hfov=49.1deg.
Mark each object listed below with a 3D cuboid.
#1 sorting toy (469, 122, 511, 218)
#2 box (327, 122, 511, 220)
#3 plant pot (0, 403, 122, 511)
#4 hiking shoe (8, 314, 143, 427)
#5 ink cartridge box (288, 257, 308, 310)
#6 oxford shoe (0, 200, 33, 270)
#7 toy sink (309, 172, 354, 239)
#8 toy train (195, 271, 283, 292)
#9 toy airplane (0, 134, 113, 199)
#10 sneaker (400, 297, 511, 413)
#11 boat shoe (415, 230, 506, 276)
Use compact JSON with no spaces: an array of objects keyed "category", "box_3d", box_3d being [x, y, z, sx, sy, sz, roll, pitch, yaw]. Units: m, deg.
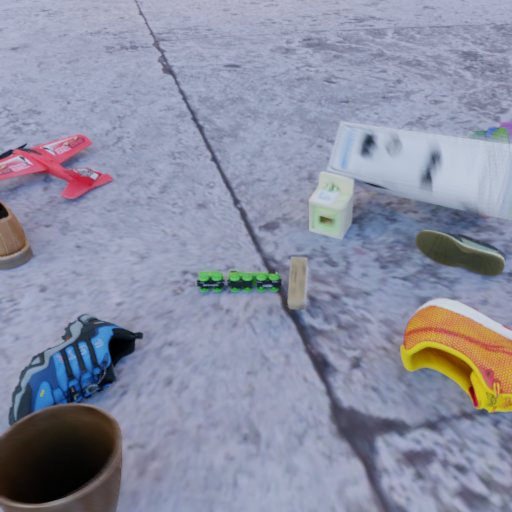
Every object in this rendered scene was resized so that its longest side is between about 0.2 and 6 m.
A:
[{"category":"sorting toy","box_3d":[5.013,-2.176,12.977,1.331,1.340,3.864,6,35,32]},{"category":"box","box_3d":[3.379,-1.629,10.806,3.454,1.039,2.015,18,5,36]},{"category":"plant pot","box_3d":[-1.977,2.535,5.895,1.310,1.402,1.310,-2,28,1]},{"category":"hiking shoe","box_3d":[-2.473,1.624,7.725,0.990,0.849,2.283,8,36,13]},{"category":"ink cartridge box","box_3d":[0.686,0.460,9.145,0.287,0.630,0.764,3,77,7]},{"category":"oxford shoe","box_3d":[-5.487,-0.937,11.156,3.231,1.151,1.152,28,45,36]},{"category":"toy sink","box_3d":[1.486,-0.988,11.154,0.735,1.128,0.632,17,46,21]},{"category":"toy train","box_3d":[-0.299,0.434,9.919,1.532,0.320,0.432,-1,25,-1]},{"category":"toy airplane","box_3d":[-4.744,-2.096,13.249,3.193,0.587,3.193,2,32,-1]},{"category":"sneaker","box_3d":[3.649,1.718,7.596,3.410,1.245,1.315,16,56,30]},{"category":"boat shoe","box_3d":[3.829,-0.105,10.489,1.643,0.587,0.540,22,31,25]}]
